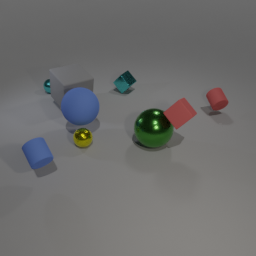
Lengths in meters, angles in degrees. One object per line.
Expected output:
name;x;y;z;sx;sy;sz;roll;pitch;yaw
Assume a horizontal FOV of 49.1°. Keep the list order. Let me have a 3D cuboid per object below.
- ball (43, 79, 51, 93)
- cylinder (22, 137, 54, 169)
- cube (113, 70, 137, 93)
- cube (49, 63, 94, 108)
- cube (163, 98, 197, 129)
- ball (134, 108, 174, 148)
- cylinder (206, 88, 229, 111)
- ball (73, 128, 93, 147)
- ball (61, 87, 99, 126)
ball;-3.802;-2.069;13.776;0.700;0.700;0.700;0;33;0
cylinder;-2.680;0.749;8.320;0.700;0.700;0.700;-23;72;-31
cube;-0.152;-2.263;13.742;0.700;0.700;0.700;50;46;-4
cube;-2.458;-1.769;12.209;1.400;1.400;1.400;-21;49;-31
cube;1.704;-0.483;9.112;0.700;0.700;0.700;52;26;5
ball;0.908;0.003;9.875;1.400;1.400;1.400;0;33;0
cylinder;3.715;-1.204;11.676;0.700;0.700;0.700;-8;58;-13
ball;-1.616;0.341;10.040;0.700;0.700;0.700;0;33;0
ball;-1.756;-0.790;10.341;1.400;1.400;1.400;0;33;0
